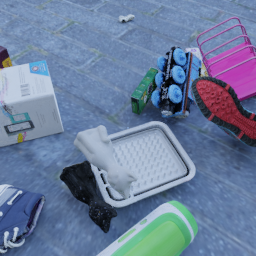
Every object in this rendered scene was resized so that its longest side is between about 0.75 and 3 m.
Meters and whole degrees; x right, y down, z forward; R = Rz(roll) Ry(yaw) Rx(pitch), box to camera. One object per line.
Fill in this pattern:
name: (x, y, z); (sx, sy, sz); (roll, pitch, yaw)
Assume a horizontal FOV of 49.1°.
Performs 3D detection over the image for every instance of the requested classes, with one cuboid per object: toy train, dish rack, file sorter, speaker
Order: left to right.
dish rack: (0.323, 1.062, 8.317); (2.762, 0.601, 2.371); (-18, 51, -15)
speaker: (0.361, 2.828, 6.459); (2.640, 1.167, 1.167); (-31, 56, -24)
toy train: (1.735, -1.527, 9.695); (1.504, 1.141, 2.632); (24, 66, -35)
file sorter: (3.725, -2.471, 10.176); (1.838, 1.659, 2.645); (-24, 46, 22)

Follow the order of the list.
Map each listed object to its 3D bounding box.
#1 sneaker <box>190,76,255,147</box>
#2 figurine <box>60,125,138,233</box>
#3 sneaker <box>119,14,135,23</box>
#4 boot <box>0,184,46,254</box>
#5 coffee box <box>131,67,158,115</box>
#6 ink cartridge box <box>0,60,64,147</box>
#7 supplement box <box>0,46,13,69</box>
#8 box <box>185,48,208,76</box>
sneaker: (2.840, -0.424, 8.533); (2.897, 1.384, 1.149); (39, 86, -15)
figurine: (-0.679, 1.239, 6.837); (0.853, 1.980, 1.932); (-4, 41, -43)
sneaker: (-0.052, -5.501, 14.151); (0.810, 0.304, 0.328); (-12, 61, -4)
boot: (-3.113, 2.630, 6.680); (1.262, 1.016, 2.794); (7, 49, 13)
coffee box: (0.595, -1.291, 9.791); (0.334, 0.935, 1.520); (23, 62, 18)
ink cartridge box: (-3.592, -0.761, 9.072); (2.453, 1.791, 1.799); (-14, 51, -12)
supplement box: (-5.520, -1.707, 10.053); (1.188, 1.530, 2.773); (22, 53, 17)
box: (2.753, -2.125, 11.057); (0.588, 0.549, 2.839); (-1, 50, -1)
